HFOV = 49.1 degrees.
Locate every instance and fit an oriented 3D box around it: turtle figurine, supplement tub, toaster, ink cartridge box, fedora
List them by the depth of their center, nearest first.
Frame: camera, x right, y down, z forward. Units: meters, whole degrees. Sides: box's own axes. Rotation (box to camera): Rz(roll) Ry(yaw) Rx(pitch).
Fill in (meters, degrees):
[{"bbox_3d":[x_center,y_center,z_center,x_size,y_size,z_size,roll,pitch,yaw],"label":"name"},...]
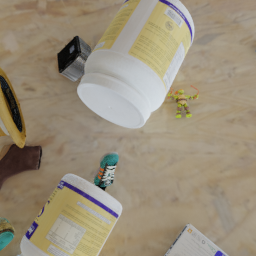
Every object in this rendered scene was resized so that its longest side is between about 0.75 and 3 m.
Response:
[{"bbox_3d":[-1.232,2.199,5.865,1.521,1.521,2.092,28,70,11],"label":"supplement tub"},{"bbox_3d":[1.488,3.244,6.059,1.603,0.351,1.619,38,71,15],"label":"ink cartridge box"},{"bbox_3d":[-2.993,-0.421,6.306,0.859,2.107,2.107,-17,69,-10],"label":"fedora"},{"bbox_3d":[0.221,-1.703,7.130,2.144,2.144,2.949,24,70,10],"label":"supplement tub"},{"bbox_3d":[-1.440,-1.861,7.600,0.891,0.584,0.985,-37,46,23],"label":"toaster"},{"bbox_3d":[1.434,-0.722,7.709,1.084,0.349,0.874,1,75,-9],"label":"turtle figurine"}]

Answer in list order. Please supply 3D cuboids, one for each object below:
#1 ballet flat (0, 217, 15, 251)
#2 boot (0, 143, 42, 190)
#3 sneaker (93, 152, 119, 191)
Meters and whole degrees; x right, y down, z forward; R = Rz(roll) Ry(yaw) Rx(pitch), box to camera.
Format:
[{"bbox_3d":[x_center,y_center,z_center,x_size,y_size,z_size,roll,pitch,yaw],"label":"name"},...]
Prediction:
[{"bbox_3d":[-3.489,2.851,6.096,0.785,0.785,2.222,42,74,15],"label":"ballet flat"},{"bbox_3d":[-2.775,1.001,6.909,1.120,0.487,1.347,2,64,4],"label":"boot"},{"bbox_3d":[-0.467,1.054,6.467,0.444,1.243,0.497,0,49,-26],"label":"sneaker"}]
